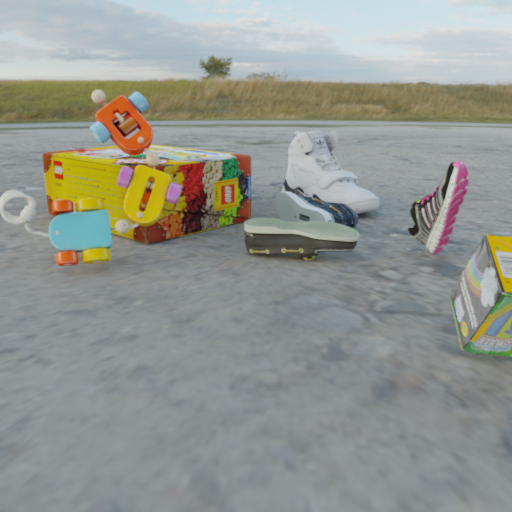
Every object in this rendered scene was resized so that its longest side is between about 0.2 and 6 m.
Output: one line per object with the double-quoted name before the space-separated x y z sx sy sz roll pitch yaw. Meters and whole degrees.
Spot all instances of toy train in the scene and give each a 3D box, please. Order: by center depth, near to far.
"toy train" -2.368 -1.100 8.585 2.749 2.065 0.764 -47 2 -14

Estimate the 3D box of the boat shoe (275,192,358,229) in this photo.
"boat shoe" 1.143 -0.827 10.931 0.822 0.640 1.810 -10 26 -30

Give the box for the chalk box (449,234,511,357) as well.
"chalk box" 2.405 0.493 5.432 0.750 1.211 0.754 6 49 -2

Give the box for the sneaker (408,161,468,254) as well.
"sneaker" 2.818 -0.810 8.879 0.705 1.612 0.595 33 47 31

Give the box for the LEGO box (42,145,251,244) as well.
"LEGO box" -2.260 -1.431 11.501 3.555 1.372 2.647 15 22 40

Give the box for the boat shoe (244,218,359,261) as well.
"boat shoe" 0.713 -0.234 8.950 1.848 0.556 0.659 7 22 16

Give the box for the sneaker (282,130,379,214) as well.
"sneaker" 1.585 -1.900 12.512 1.109 1.697 2.953 -10 19 -30
